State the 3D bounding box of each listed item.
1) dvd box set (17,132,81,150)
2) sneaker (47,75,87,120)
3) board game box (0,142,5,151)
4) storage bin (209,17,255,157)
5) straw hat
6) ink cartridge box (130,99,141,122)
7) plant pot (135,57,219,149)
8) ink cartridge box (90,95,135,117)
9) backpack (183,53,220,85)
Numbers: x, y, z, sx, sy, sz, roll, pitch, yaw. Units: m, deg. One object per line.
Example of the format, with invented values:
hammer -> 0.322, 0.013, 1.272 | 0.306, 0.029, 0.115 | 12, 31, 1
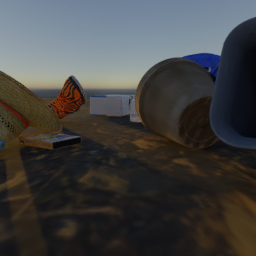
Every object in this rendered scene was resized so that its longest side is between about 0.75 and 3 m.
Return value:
dvd box set -> -1.833, 0.283, 6.514 | 1.215, 0.179, 0.889 | 5, 9, 33
sneaker -> -2.388, -0.873, 10.269 | 1.476, 1.022, 2.635 | -33, -9, -21
board game box -> -2.971, 0.426, 5.481 | 0.693, 0.168, 0.916 | 1, 8, 6
storage bin -> 2.827, -0.070, 3.578 | 2.945, 2.143, 1.978 | 5, -19, 34
straw hat -> -2.919, -0.224, 6.285 | 2.668, 1.129, 2.668 | 25, -24, 12
ink cartridge box -> 1.287, -0.732, 11.295 | 1.554, 0.905, 2.147 | 5, 9, 34
plant pot -> 1.354, -0.450, 6.420 | 2.038, 2.038, 1.768 | -2, 24, -14
ink cartridge box -> -0.650, -1.207, 14.399 | 1.735, 1.001, 2.391 | 3, 8, 21
backpack -> 2.558, -1.347, 9.762 | 2.051, 2.524, 2.118 | 6, 9, 31
